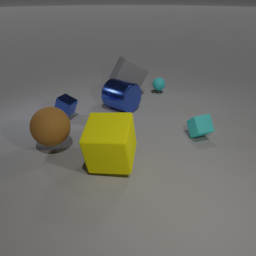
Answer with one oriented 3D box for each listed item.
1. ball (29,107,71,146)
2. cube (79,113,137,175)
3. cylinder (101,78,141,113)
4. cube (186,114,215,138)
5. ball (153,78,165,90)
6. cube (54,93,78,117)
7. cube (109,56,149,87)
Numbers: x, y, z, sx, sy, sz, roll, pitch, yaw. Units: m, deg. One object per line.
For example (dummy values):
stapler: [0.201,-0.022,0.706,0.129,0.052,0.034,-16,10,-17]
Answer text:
ball: [-2.740,-0.053,9.888,1.400,1.400,1.400,0,27,0]
cube: [-0.559,0.472,8.801,1.400,1.400,1.400,0,42,10]
cylinder: [-0.307,-1.552,13.360,1.400,1.400,1.400,20,33,34]
cube: [2.793,-0.079,10.837,0.700,0.700,0.700,-10,-10,-17]
ball: [1.704,-2.424,15.465,0.700,0.700,0.700,0,27,0]
cube: [-2.744,-0.991,12.361,0.700,0.700,0.700,28,32,10]
cube: [0.012,-2.838,14.898,1.400,1.400,1.400,23,13,-22]
